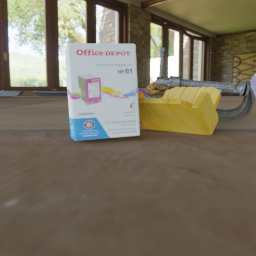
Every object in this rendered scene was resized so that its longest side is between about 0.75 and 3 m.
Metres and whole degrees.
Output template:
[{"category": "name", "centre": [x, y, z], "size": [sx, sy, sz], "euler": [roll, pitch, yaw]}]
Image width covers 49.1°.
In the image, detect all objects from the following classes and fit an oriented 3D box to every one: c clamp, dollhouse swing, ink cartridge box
[{"category": "c clamp", "centre": [2.149, -0.946, 7.824], "size": [2.944, 0.399, 2.515], "euler": [9, -34, 2]}, {"category": "dollhouse swing", "centre": [1.167, -0.748, 6.486], "size": [1.720, 1.512, 1.563], "euler": [6, -27, 34]}, {"category": "ink cartridge box", "centre": [-0.512, -0.710, 5.498], "size": [1.294, 1.790, 0.758], "euler": [-5, 3, -15]}]

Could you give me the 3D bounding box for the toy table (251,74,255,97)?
[{"category": "toy table", "centre": [4.520, -1.233, 7.296], "size": [1.643, 2.580, 2.806], "euler": [-44, -6, 7]}]

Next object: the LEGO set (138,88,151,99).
[{"category": "LEGO set", "centre": [-0.178, -0.965, 9.883], "size": [1.069, 1.150, 2.802], "euler": [43, 16, 34]}]

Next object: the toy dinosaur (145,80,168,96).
[{"category": "toy dinosaur", "centre": [0.924, -1.519, 11.291], "size": [1.229, 0.699, 2.314], "euler": [-8, -22, -34]}]
